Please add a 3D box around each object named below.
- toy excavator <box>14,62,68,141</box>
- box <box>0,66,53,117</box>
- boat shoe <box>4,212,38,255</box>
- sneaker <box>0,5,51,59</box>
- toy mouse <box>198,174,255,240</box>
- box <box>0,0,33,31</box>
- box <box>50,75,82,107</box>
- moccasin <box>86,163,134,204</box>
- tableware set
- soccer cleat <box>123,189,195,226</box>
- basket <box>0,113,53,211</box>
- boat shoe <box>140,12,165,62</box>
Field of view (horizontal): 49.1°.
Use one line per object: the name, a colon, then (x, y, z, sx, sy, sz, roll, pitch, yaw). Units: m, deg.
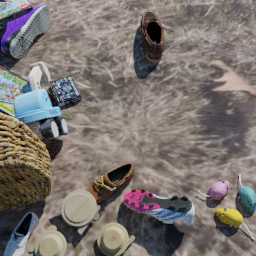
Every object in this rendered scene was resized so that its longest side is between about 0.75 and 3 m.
toy excavator: (-2.910, -0.903, 9.045, 1.326, 2.582, 2.655, -13, 95, 7)
box: (-4.268, -1.219, 10.148, 2.702, 0.469, 1.487, 28, 62, 16)
boat shoe: (-2.959, 2.944, 7.591, 0.522, 0.464, 1.419, 14, 59, 8)
sneaker: (-4.475, -4.258, 11.696, 1.455, 1.017, 2.926, 20, 61, 13)
toy mouse: (3.119, 1.981, 8.238, 1.916, 0.371, 1.703, 27, 62, 16)
box: (-5.834, -5.034, 12.475, 2.896, 0.503, 1.594, -34, 64, -19)
box: (-2.321, -1.386, 10.377, 0.886, 0.257, 1.115, -21, 61, -12)
moccasin: (-0.561, 1.626, 8.269, 1.770, 0.683, 0.647, -27, 63, -15)
tableware set: (-1.223, 3.086, 7.548, 2.612, 0.303, 2.182, 37, 72, 15)
soccer cleat: (0.839, 2.307, 7.870, 2.068, 0.893, 0.722, 2, 32, 27)
basket: (-3.234, 0.674, 7.527, 2.099, 2.941, 2.191, -14, 59, -9)
boat shoe: (1.057, -4.009, 11.598, 0.960, 0.959, 2.727, -7, 57, -2)
